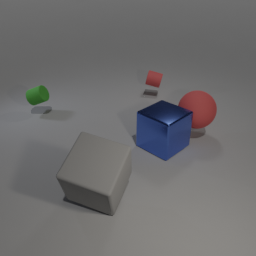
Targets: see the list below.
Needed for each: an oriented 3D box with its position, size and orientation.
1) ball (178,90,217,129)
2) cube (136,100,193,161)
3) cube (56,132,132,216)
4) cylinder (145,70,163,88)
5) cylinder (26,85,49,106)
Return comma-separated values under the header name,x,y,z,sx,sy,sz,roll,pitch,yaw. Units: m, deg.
name,x,y,z,sx,sy,sz,roll,pitch,yaw
ball,2.528,-0.673,10.283,1.400,1.400,1.400,0,30,0
cube,1.257,0.034,9.828,1.400,1.400,1.400,26,39,37
cube,-0.789,1.187,7.266,1.400,1.400,1.400,16,56,13
cylinder,1.273,-2.384,13.653,0.700,0.700,0.700,16,32,3
cylinder,-3.834,-1.382,11.891,0.700,0.700,0.700,-16,25,20
